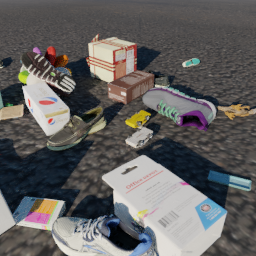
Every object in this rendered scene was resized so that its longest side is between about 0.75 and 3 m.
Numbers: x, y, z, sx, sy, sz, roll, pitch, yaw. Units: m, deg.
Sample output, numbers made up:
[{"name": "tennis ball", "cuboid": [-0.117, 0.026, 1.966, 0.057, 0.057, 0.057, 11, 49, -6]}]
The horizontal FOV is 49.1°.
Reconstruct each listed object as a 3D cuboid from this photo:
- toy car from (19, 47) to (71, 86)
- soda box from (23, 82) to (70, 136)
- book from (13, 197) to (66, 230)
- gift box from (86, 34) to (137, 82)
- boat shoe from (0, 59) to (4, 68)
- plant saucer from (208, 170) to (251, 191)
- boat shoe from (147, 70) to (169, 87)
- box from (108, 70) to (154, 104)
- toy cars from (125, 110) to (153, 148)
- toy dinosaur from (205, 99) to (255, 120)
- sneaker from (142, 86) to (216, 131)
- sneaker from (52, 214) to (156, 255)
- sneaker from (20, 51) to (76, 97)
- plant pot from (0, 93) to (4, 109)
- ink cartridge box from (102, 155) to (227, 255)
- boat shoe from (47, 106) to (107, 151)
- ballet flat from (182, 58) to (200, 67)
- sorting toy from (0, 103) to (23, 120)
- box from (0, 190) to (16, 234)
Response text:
[{"name": "toy car", "cuboid": [-3.961, -2.907, 13.300, 2.475, 1.856, 2.166, -16, 36, -23]}, {"name": "soda box", "cuboid": [-3.196, -0.837, 10.886, 0.967, 0.904, 2.840, -18, 37, -27]}, {"name": "book", "cuboid": [-2.192, 2.079, 6.854, 1.112, 0.267, 0.743, 6, 35, 11]}, {"name": "gift box", "cuboid": [-0.788, -3.662, 14.321, 2.011, 2.154, 1.988, 25, 35, 37]}, {"name": "boat shoe", "cuboid": [-7.485, -3.829, 16.070, 0.542, 0.481, 1.450, -16, 35, -23]}, {"name": "plant saucer", "cuboid": [2.859, 1.495, 7.917, 1.144, 0.109, 0.400, 14, 34, 19]}, {"name": "boat shoe", "cuboid": [1.106, -2.492, 13.754, 2.006, 0.665, 0.750, 22, 38, 31]}, {"name": "box", "cuboid": [0.176, -1.906, 12.729, 1.071, 0.802, 2.139, 24, 37, 32]}, {"name": "toy cars", "cuboid": [0.380, 0.086, 9.870, 0.941, 0.465, 2.099, 0, 35, 0]}, {"name": "toy dinosaur", "cuboid": [4.065, -0.695, 11.143, 2.134, 0.645, 1.133, 13, 9, 13]}, {"name": "sneaker", "cuboid": [1.763, -0.730, 10.610, 2.948, 1.097, 1.290, 15, 40, 22]}, {"name": "sneaker", "cuboid": [-0.532, 2.214, 5.887, 2.420, 1.031, 0.933, 11, 33, 18]}, {"name": "sneaker", "cuboid": [-3.561, -2.143, 12.263, 2.562, 1.480, 0.969, 36, 64, -4]}, {"name": "plant pot", "cuboid": [-5.941, -1.088, 11.052, 1.693, 1.196, 1.197, -19, 36, -30]}, {"name": "ink cartridge box", "cuboid": [0.712, 1.835, 6.609, 1.516, 0.893, 2.632, -23, 39, -32]}, {"name": "boat shoe", "cuboid": [-1.756, -0.071, 9.731, 0.892, 0.821, 2.497, 25, 40, 35]}, {"name": "ballet flat", "cuboid": [3.591, -3.758, 16.103, 1.123, 0.403, 0.403, -17, 36, -25]}, {"name": "sorting toy", "cuboid": [-4.704, -0.717, 11.373, 0.921, 0.183, 1.246, -13, 37, -11]}, {"name": "box", "cuboid": [-3.821, 2.029, 5.747, 1.429, 1.120, 2.298, 8, 31, 43]}]
